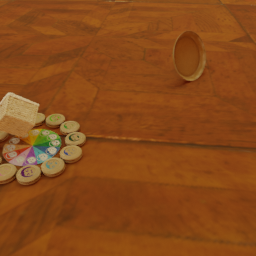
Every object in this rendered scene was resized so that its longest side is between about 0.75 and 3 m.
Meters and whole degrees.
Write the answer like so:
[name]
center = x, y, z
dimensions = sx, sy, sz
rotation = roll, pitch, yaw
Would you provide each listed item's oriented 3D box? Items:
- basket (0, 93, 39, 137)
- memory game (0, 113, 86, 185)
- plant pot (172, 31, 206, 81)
[basket]
center = -2.824, -0.306, 7.054
dimensions = 0.840, 0.833, 0.676
rotation = 24, 48, -35
[memory game]
center = -2.449, 0.392, 7.163
dimensions = 2.737, 0.174, 2.737
rotation = 0, 38, 0
[plant pot]
center = 2.140, -2.534, 9.910
dimensions = 1.721, 1.721, 0.236
rotation = -28, 21, -31
